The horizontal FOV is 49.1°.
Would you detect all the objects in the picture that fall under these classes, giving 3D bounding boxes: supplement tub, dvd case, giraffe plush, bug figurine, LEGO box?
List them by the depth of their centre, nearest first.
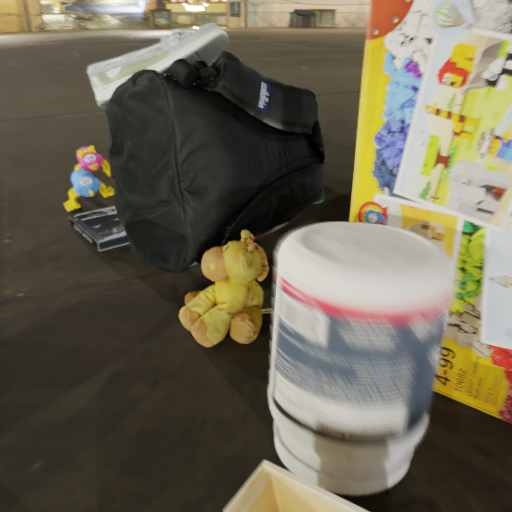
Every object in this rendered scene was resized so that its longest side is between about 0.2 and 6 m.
[{"bbox_3d":[0.876,0.869,5.082,1.483,2.114,1.483,3,22,-1],"label":"supplement tub"},{"bbox_3d":[2.645,-0.503,5.718,3.046,4.090,1.578,19,31,33],"label":"LEGO box"},{"bbox_3d":[-0.292,0.343,7.286,1.442,1.170,1.245,-14,30,-25],"label":"giraffe plush"},{"bbox_3d":[-2.295,-0.630,10.224,1.806,0.223,1.357,-17,32,-33],"label":"dvd case"},{"bbox_3d":[-2.680,-2.053,11.711,3.225,0.830,2.501,-26,30,-20],"label":"bug figurine"}]

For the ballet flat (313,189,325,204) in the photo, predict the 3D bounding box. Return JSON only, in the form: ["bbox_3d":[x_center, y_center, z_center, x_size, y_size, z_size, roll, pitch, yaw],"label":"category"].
[{"bbox_3d":[0.831,-1.695,11.850,0.689,0.689,1.887,-11,30,-21],"label":"ballet flat"}]

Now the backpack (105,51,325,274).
[{"bbox_3d":[-0.503,-1.636,9.274,2.462,3.246,3.890,12,23,34],"label":"backpack"}]

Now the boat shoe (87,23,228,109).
[{"bbox_3d":[-1.550,-3.040,8.651,2.307,0.740,0.850,-22,2,18],"label":"boat shoe"}]

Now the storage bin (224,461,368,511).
[{"bbox_3d":[0.323,2.449,3.083,1.891,0.886,1.878,13,37,36],"label":"storage bin"}]
